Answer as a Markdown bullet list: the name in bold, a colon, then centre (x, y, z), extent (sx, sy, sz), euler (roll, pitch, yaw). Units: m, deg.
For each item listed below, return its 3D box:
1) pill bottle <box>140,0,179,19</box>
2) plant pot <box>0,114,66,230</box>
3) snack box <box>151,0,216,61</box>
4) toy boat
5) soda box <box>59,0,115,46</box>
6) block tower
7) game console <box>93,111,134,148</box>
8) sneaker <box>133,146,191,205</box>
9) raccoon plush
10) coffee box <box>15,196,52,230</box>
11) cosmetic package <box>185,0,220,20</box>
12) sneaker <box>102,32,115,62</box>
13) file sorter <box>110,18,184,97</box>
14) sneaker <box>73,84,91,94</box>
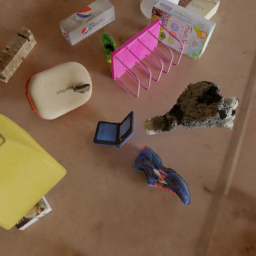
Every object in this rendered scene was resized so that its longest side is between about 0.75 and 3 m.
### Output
- **pill bottle**: centre (1.569, -6.054, 11.889), extent (1.644, 1.644, 2.924), euler (22, 70, 8)
- **plant pot**: centre (-3.927, 1.033, 8.364), extent (2.559, 2.618, 2.542), euler (37, 73, 24)
- **snack box**: centre (2.028, -3.849, 11.001), extent (2.368, 1.684, 0.627), euler (31, 71, 11)
- **toy boat**: centre (-2.575, -1.399, 10.143), extent (2.505, 1.635, 1.637), euler (-31, 26, -35)
- **soda box**: centre (-1.674, -4.496, 11.744), extent (2.312, 0.789, 0.734), euler (-37, 73, -13)
- **block tower**: centre (-4.570, -2.963, 11.221), extent (0.621, 0.665, 2.299), euler (24, 71, 9)
- **game console**: centre (-0.449, -0.042, 9.498), extent (0.814, 1.174, 1.376), euler (33, 29, -19)
- **sneaker**: centre (1.110, 1.712, 9.347), extent (0.938, 0.901, 2.392), euler (-44, 66, -8)
- **raccoon plush**: centre (2.006, -0.407, 8.666), extent (2.762, 1.850, 1.336), euler (-12, 68, 22)
- **coffee box**: centre (-3.151, 2.707, 9.087), extent (1.111, 0.443, 0.636), euler (-35, 72, -13)
- **cosmetic package**: centre (2.924, -4.844, 11.940), extent (0.974, 0.687, 1.881), euler (38, 74, 13)
- **sneaker**: centre (-0.752, -3.373, 11.406), extent (0.522, 0.590, 1.411), euler (-14, 68, -4)
- **file sorter**: centre (0.721, -2.514, 10.525), extent (2.337, 1.624, 1.466), euler (-41, 75, -14)
- **sneaker**: centre (-1.583, -1.303, 9.690), extent (0.281, 0.301, 0.798), euler (28, 33, 25)
